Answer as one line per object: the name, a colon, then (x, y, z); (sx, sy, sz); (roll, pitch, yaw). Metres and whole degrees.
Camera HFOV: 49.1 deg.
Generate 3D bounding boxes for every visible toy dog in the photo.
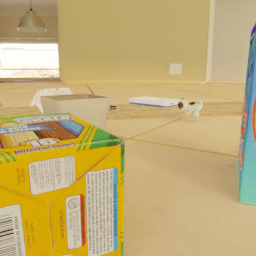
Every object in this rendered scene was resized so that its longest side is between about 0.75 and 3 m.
toy dog: (2.472, -0.835, 11.350); (0.954, 0.925, 0.665); (21, 53, 8)

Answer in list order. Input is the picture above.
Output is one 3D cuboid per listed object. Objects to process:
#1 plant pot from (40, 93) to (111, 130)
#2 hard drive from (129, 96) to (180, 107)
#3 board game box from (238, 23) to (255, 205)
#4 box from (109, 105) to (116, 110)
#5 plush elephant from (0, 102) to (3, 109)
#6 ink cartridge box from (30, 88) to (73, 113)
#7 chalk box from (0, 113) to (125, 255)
plant pot: (-1.534, -0.225, 8.187); (1.584, 1.404, 1.586); (-8, 14, -32)
hard drive: (1.599, -1.616, 17.025); (2.604, 0.330, 1.718); (11, 16, 40)
board game box: (2.540, -0.398, 5.256); (0.675, 3.000, 2.281); (5, 12, 20)
box: (-1.118, -1.101, 15.080); (0.759, 0.165, 0.608); (9, 15, 35)
plush elephant: (-5.880, -0.786, 11.360); (1.228, 1.586, 1.306); (24, 12, 17)
ink cartridge box: (-3.250, -1.190, 12.084); (0.565, 0.975, 1.674); (51, 33, 16)
chalk box: (-1.264, 0.681, 3.653); (1.554, 1.565, 2.507); (-6, 15, -26)
